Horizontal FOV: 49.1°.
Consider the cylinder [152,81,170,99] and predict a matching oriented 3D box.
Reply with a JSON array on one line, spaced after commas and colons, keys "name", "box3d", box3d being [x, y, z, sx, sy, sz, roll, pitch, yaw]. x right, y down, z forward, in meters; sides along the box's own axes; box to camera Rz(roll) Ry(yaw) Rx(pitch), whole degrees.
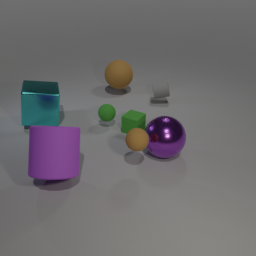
[{"name": "cylinder", "box3d": [1.524, -1.731, 12.867, 0.700, 0.700, 0.700, -10, 28, 12]}]

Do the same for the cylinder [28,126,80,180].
[{"name": "cylinder", "box3d": [-2.085, 0.654, 7.969, 1.400, 1.400, 1.400, 2, 0, 0]}]

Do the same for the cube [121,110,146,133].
[{"name": "cube", "box3d": [0.219, -0.202, 10.782, 0.700, 0.700, 0.700, 17, 34, 27]}]

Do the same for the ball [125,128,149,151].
[{"name": "ball", "box3d": [0.273, 0.349, 8.389, 0.700, 0.700, 0.700, 0, 30, 0]}]

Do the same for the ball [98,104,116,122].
[{"name": "ball", "box3d": [-0.827, -0.602, 11.014, 0.700, 0.700, 0.700, 0, 30, 0]}]

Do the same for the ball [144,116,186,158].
[{"name": "ball", "box3d": [1.207, 0.296, 9.233, 1.400, 1.400, 1.400, 0, 30, 0]}]

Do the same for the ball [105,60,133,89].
[{"name": "ball", "box3d": [-0.449, -2.628, 13.766, 1.400, 1.400, 1.400, 0, 30, 0]}]

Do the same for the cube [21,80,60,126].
[{"name": "cube", "box3d": [-3.516, -1.003, 11.279, 1.400, 1.400, 1.400, 1, 29, -17]}]
